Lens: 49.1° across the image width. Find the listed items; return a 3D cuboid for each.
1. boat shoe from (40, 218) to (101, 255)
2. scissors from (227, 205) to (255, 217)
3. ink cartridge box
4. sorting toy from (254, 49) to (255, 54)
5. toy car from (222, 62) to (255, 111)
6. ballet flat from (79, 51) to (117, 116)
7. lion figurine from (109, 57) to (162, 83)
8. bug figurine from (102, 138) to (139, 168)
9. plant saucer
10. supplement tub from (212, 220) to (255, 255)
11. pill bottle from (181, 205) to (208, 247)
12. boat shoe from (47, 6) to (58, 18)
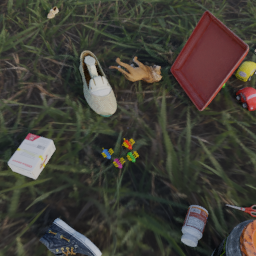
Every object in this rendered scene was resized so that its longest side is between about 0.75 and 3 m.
[{"bbox_3d":[-1.354,2.781,6.558,1.469,0.520,0.667,23,55,27],"label":"boat shoe"},{"bbox_3d":[3.028,2.153,7.320,0.896,0.062,0.328,2,53,0],"label":"scissors"},{"bbox_3d":[-2.778,0.808,8.143,0.826,0.474,1.138,16,53,13],"label":"ink cartridge box"},{"bbox_3d":[5.933,-3.006,11.412,1.052,0.207,1.137,-20,54,-16],"label":"sorting toy"},{"bbox_3d":[3.672,-1.705,10.071,2.105,0.499,2.237,7,58,10],"label":"toy car"},{"bbox_3d":[-1.191,-1.661,9.865,0.987,0.912,2.927,-17,53,-14],"label":"ballet flat"},{"bbox_3d":[0.319,-1.962,9.965,1.935,0.701,1.185,-26,67,-43],"label":"lion figurine"},{"bbox_3d":[-0.215,0.768,8.312,1.072,0.276,0.831,-23,60,-22],"label":"bug figurine"},{"bbox_3d":[2.699,-2.251,9.491,0.460,2.504,2.499,5,42,-30],"label":"plant saucer"},{"bbox_3d":[2.477,2.667,5.594,1.285,2.097,1.285,0,52,0],"label":"supplement tub"},{"bbox_3d":[1.613,2.391,6.851,0.498,0.498,0.888,19,54,15],"label":"pill bottle"},{"bbox_3d":[-3.634,-5.555,13.430,0.301,0.283,0.818,14,52,11],"label":"boat shoe"}]
